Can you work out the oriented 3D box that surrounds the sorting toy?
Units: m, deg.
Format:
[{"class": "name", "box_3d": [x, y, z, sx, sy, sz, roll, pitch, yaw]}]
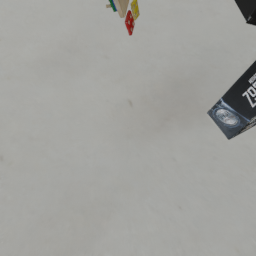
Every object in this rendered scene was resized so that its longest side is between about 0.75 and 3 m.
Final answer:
[{"class": "sorting toy", "box_3d": [-0.258, -2.822, 5.388, 0.367, 2.169, 1.046, 2, 64, 20]}]

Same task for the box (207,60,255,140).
[{"class": "box", "box_3d": [2.936, -1.034, 4.508, 2.820, 2.259, 0.614, -22, 68, -31]}]

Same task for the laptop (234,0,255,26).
[{"class": "laptop", "box_3d": [2.597, -2.522, 4.942, 1.359, 1.273, 0.788, 17, 70, 3]}]
